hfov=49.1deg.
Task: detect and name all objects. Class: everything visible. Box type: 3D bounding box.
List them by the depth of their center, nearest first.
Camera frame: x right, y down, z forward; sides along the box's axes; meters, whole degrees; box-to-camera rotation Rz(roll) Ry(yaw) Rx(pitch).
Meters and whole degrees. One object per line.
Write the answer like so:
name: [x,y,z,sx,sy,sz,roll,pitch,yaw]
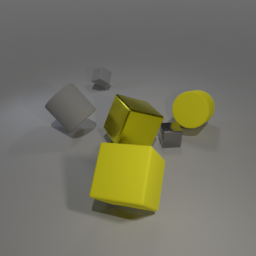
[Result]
cube: [0.048,1.281,7.251,1.400,1.400,1.400,3,70,23]
cube: [0.161,-0.195,9.996,1.400,1.400,1.400,11,23,-30]
cube: [1.579,0.258,10.450,0.700,0.700,0.700,-3,31,-5]
cylinder: [-2.197,-0.766,10.776,1.400,1.400,1.400,48,37,-7]
cylinder: [2.608,-0.769,11.061,1.400,1.400,1.400,15,14,23]
cube: [-1.381,-2.661,14.591,0.700,0.700,0.700,-8,-23,43]
